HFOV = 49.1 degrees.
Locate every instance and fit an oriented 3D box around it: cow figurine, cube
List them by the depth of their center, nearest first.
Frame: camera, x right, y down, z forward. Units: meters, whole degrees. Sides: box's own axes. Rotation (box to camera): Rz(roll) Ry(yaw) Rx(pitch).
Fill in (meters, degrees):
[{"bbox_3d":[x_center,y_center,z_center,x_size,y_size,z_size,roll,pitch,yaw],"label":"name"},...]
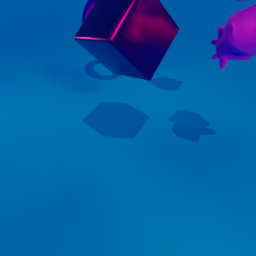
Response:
[{"bbox_3d":[2.067,-1.643,5.106,1.592,0.888,1.618,-2,3,43],"label":"cow figurine"},{"bbox_3d":[-0.019,-1.813,5.381,1.223,1.223,1.223,23,81,47],"label":"cube"}]

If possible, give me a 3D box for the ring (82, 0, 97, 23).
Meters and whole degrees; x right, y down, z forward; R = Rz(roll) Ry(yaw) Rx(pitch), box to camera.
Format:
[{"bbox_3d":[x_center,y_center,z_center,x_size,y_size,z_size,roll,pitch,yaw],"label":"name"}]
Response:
[{"bbox_3d":[-0.725,-3.563,8.890,1.795,1.795,0.359,24,7,29],"label":"ring"}]
